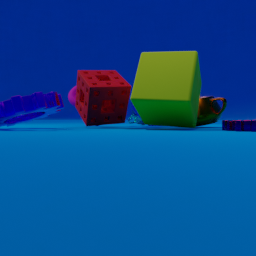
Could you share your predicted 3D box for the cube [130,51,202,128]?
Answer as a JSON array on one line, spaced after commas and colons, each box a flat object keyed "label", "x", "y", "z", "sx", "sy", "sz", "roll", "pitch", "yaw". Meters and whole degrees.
[{"label": "cube", "x": 1.001, "y": -0.917, "z": 6.882, "sx": 1.359, "sy": 1.359, "sz": 1.359, "roll": 5, "pitch": -23, "yaw": 21}]

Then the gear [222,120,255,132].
[{"label": "gear", "x": 2.664, "y": -0.055, "z": 6.002, "sx": 1.209, "sy": 0.224, "sz": 1.209, "roll": 0, "pitch": 2, "yaw": 0}]

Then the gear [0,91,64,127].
[{"label": "gear", "x": -2.604, "y": -0.428, "z": 6.949, "sx": 1.947, "sy": 0.360, "sz": 1.947, "roll": -16, "pitch": -1, "yaw": 0}]

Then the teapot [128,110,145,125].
[{"label": "teapot", "x": 0.584, "y": -0.434, "z": 10.437, "sx": 1.343, "sy": 0.658, "sz": 0.835, "roll": -17, "pitch": 24, "yaw": -25}]

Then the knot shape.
[{"label": "knot shape", "x": -1.289, "y": -1.064, "z": 9.817, "sx": 1.658, "sy": 1.772, "sz": 0.819, "roll": 21, "pitch": 5, "yaw": 17}]

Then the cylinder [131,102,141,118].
[{"label": "cylinder", "x": 0.791, "y": -0.800, "z": 8.781, "sx": 1.009, "sy": 1.009, "sz": 1.009, "roll": -45, "pitch": 18, "yaw": -17}]

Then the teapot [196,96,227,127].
[{"label": "teapot", "x": 2.066, "y": -0.570, "z": 8.390, "sx": 1.274, "sy": 1.003, "sz": 2.049, "roll": -13, "pitch": 3, "yaw": -36}]

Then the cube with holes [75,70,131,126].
[{"label": "cube with holes", "x": -0.749, "y": -0.878, "z": 7.938, "sx": 1.156, "sy": 1.156, "sz": 1.156, "roll": -5, "pitch": 34, "yaw": -25}]
